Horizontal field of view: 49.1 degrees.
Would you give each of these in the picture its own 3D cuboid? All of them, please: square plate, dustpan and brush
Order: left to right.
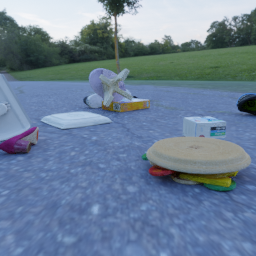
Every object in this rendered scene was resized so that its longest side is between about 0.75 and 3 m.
[{"bbox_3d":[-3.784,-0.148,6.879,2.377,1.659,0.680,-31,20,-18],"label":"dustpan and brush"},{"bbox_3d":[-1.825,-0.323,9.748,1.873,0.266,1.855,-9,15,-37],"label":"square plate"}]

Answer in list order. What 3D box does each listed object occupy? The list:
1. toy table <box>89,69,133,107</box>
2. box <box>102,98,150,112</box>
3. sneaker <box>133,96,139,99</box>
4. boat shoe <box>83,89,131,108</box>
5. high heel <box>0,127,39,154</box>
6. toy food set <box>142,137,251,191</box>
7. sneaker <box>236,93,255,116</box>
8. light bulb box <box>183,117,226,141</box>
[{"bbox_3d":[-0.649,-1.742,11.757,1.868,1.718,1.094,18,6,-33],"label":"toy table"},{"bbox_3d":[0.009,-1.112,13.106,1.296,0.452,2.177,11,18,44],"label":"box"},{"bbox_3d":[0.400,-1.513,15.082,1.061,0.420,0.400,5,11,16],"label":"sneaker"},{"bbox_3d":[-1.023,-1.483,14.005,2.516,0.903,0.853,-16,20,-31],"label":"boat shoe"},{"bbox_3d":[-2.511,0.224,6.579,0.644,0.452,1.340,6,13,-7],"label":"high heel"},{"bbox_3d":[1.197,0.549,5.066,1.878,0.457,1.859,7,14,31],"label":"toy food set"},{"bbox_3d":[5.607,-0.794,10.697,2.840,1.007,1.177,5,26,33],"label":"sneaker"},{"bbox_3d":[2.003,0.024,7.418,0.830,0.522,0.837,-3,12,-14],"label":"light bulb box"}]
